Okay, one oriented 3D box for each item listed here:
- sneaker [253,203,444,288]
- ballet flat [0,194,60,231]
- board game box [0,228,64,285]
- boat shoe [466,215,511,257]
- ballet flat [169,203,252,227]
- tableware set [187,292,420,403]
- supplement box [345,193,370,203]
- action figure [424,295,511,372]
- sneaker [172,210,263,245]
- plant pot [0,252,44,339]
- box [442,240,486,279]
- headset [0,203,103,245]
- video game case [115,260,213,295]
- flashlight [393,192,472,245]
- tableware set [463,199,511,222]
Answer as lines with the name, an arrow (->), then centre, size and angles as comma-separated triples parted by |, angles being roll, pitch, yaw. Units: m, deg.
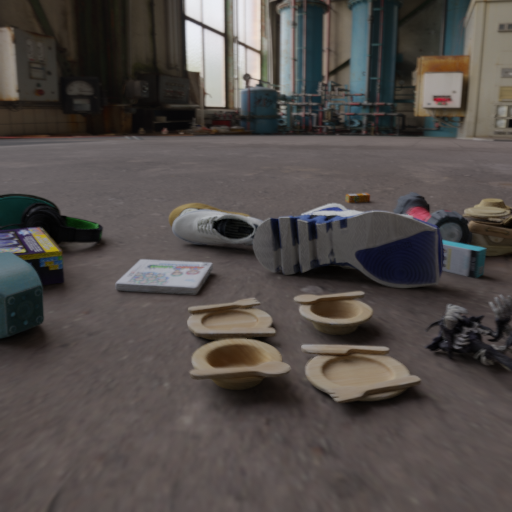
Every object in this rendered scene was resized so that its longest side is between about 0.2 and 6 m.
sneaker -> 1.729, -0.385, 10.007 | 3.178, 1.284, 1.835 | 5, 18, 23
ballet flat -> -5.891, -0.874, 12.437 | 2.868, 0.966, 0.913 | -9, 12, -29
board game box -> -4.451, 0.049, 9.733 | 1.755, 0.602, 2.123 | -6, 16, -28
boat shoe -> 5.255, -0.433, 11.220 | 2.219, 0.716, 0.791 | -5, 16, -16
ballet flat -> -1.075, -0.788, 12.356 | 2.142, 0.735, 0.675 | 5, 4, 19
tableware set -> 0.388, 0.993, 6.789 | 2.477, 0.344, 2.965 | -1, 15, -5
supplement box -> 3.052, -1.731, 16.818 | 0.713, 0.237, 0.245 | -5, 18, -16
action figure -> 2.597, 0.867, 6.410 | 0.965, 0.829, 1.624 | -19, 23, -22
sneaker -> -0.810, -0.618, 11.429 | 2.104, 0.768, 0.745 | 2, -8, 18
plant pot -> -3.303, 0.575, 7.310 | 0.959, 0.938, 0.941 | 15, 21, 29
box -> 3.436, 0.010, 10.026 | 0.301, 0.503, 1.223 | -16, 22, -42
headset -> -4.463, -0.800, 11.742 | 2.455, 1.154, 1.516 | 5, 11, -26
video game case -> -1.503, 0.337, 9.404 | 1.338, 0.159, 1.218 | 3, 18, 8
flashlight -> 3.656, -0.784, 11.942 | 0.918, 0.921, 2.710 | -27, 18, 8
tableware set -> 6.778, -1.157, 14.613 | 2.361, 0.328, 2.826 | 6, 17, 26
